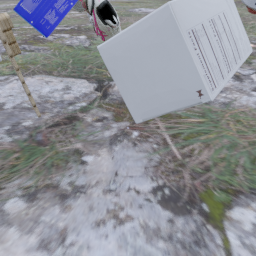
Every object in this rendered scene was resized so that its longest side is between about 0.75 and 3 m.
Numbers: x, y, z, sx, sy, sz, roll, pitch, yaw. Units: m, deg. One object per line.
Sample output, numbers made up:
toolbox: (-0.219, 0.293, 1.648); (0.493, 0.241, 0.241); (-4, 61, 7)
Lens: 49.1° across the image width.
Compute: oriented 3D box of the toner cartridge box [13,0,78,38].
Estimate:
toner cartridge box: (-1.730, -3.380, 6.890); (2.127, 1.010, 0.459); (-47, 24, 9)

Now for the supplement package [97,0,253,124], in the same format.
supplement package: (0.849, -1.185, 4.234); (1.267, 1.220, 2.228); (-17, 16, 41)

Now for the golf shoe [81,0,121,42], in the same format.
golf shoe: (-0.394, -1.958, 5.287); (0.484, 1.334, 0.614); (-41, 59, 0)

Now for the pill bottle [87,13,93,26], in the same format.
pill bottle: (-0.931, -3.602, 8.407); (0.593, 0.593, 1.055); (-3, 69, -5)

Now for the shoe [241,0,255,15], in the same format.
shoe: (2.981, -3.016, 6.838); (0.776, 0.277, 0.353); (22, 6, -17)

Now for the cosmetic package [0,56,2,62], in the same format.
cosmetic package: (-4.106, -1.230, 5.881); (2.427, 0.627, 1.830); (-27, 15, -30)

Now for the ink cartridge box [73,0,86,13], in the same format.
ink cartridge box: (-1.315, -4.486, 9.108); (0.523, 1.254, 0.910); (29, -4, -30)

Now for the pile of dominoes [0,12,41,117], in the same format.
pile of dominoes: (-1.879, -1.076, 5.016); (0.287, 1.800, 1.403); (-26, 37, -16)
